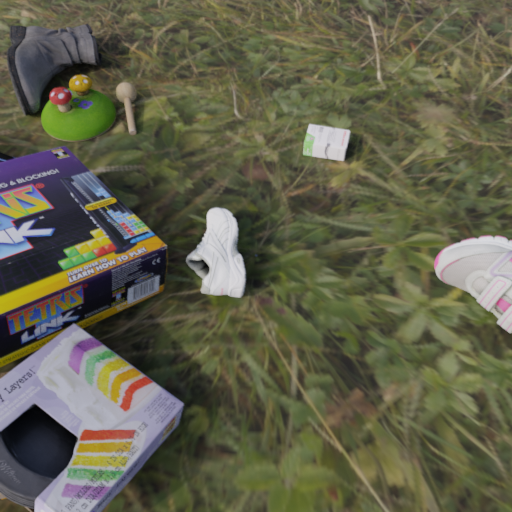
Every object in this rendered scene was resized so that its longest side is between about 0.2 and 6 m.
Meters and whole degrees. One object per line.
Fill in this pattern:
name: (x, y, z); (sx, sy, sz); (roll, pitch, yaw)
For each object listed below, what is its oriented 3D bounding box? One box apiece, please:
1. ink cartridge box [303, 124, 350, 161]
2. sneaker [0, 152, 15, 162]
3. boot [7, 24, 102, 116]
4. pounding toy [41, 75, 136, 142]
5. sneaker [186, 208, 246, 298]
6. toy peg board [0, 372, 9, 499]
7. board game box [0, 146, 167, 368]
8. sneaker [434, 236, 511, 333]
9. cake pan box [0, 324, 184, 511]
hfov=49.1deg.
ink cartridge box: (1.361, -2.189, 10.822); (0.804, 0.338, 0.585); (11, 52, 9)
sneaker: (-5.453, -1.708, 9.933); (2.893, 1.127, 1.015); (5, 51, 5)
boot: (-4.270, -4.194, 12.069); (1.872, 0.993, 2.844); (-8, 56, -13)
pounding toy: (-3.409, -3.116, 11.204); (1.929, 0.895, 1.489); (-6, 52, -4)
sneaker: (-0.698, -0.111, 8.888); (0.859, 0.673, 1.728); (-2, 49, -15)
toy peg board: (-3.362, 2.397, 7.026); (1.611, 0.791, 1.618); (-7, 49, -25)
board game box: (-3.708, -0.025, 8.111); (3.763, 1.067, 3.110); (-26, 55, -35)
sneaker: (3.852, 0.560, 8.202); (2.520, 1.025, 1.112); (18, 52, 15)
cake pan box: (-2.263, 2.047, 6.799); (1.950, 0.554, 2.117); (32, 40, 14)
